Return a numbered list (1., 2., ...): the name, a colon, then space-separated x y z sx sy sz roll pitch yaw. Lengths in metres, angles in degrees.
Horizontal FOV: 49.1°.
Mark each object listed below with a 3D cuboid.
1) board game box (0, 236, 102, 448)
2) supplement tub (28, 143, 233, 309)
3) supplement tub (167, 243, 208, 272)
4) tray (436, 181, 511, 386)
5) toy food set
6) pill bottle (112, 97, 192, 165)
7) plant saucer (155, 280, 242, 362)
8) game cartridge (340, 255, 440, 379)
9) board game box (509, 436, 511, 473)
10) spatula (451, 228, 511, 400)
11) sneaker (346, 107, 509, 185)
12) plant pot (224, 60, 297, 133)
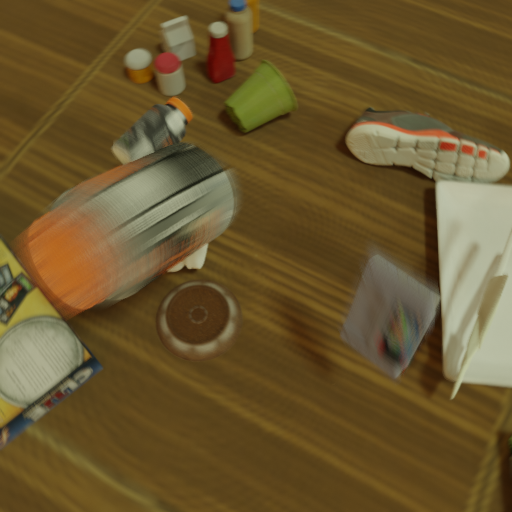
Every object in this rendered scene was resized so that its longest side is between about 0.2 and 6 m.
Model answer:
1. board game box: -4.252 0.954 7.859 2.456 0.627 3.626 -38 70 -17
2. supplement tub: -1.341 -0.368 6.279 1.296 1.296 2.115 36 44 16
3. supplement tub: -1.593 -0.414 8.201 1.687 1.223 1.223 7 64 4
4. tray: 3.540 0.368 8.303 1.732 0.358 3.226 6 64 2
5. toy food set: -1.017 -3.902 9.926 2.707 1.218 1.292 -25 66 -12
6. pill bottle: -1.463 -1.759 8.134 0.634 0.634 1.193 37 76 17
7. plant saucer: -0.839 0.883 8.125 1.276 0.233 1.276 0 63 -1
8. game cartridge: 1.401 0.693 6.034 0.247 1.286 0.834 -27 54 -34
9. board game box: 4.236 4.406 6.249 2.327 0.521 4.442 5 64 5
10. spatula: 3.112 0.432 7.255 0.207 1.791 2.576 20 56 25
11. sneaker: 2.835 -1.953 9.143 2.576 0.993 1.055 17 59 7
12. plant pot: 0.013 -2.615 9.533 0.962 1.013 1.013 -38 69 -4
